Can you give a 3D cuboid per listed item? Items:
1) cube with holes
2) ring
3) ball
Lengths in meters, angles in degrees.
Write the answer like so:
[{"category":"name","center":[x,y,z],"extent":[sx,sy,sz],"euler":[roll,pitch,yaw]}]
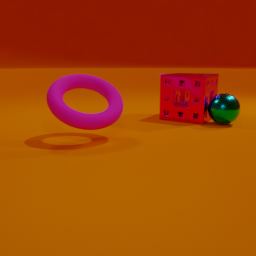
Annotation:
[{"category":"cube with holes","center":[1.888,-0.969,8.626],"extent":[1.362,1.362,1.362],"euler":[8,15,31]},{"category":"ring","center":[-0.931,-0.617,6.222],"extent":[1.695,0.339,1.695],"euler":[10,44,-10]},{"category":"ball","center":[2.686,-0.536,7.853],"extent":[0.873,0.873,0.873],"euler":[0,13,0]}]
